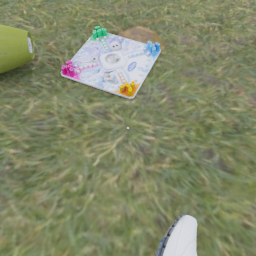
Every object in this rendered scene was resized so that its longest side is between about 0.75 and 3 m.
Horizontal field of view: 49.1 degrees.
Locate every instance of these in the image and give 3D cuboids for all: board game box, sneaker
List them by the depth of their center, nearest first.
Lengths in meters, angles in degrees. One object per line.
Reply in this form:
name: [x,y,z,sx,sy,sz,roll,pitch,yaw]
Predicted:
sneaker: [0.859,2.712,4.487,1.139,0.975,2.616,14,59,6]
board game box: [-0.468,-2.111,8.521,2.360,0.305,2.360,20,57,13]

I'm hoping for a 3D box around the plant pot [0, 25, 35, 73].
plant pot: [-3.574,-2.221,7.847,1.690,1.582,1.582,-6,54,-5]
